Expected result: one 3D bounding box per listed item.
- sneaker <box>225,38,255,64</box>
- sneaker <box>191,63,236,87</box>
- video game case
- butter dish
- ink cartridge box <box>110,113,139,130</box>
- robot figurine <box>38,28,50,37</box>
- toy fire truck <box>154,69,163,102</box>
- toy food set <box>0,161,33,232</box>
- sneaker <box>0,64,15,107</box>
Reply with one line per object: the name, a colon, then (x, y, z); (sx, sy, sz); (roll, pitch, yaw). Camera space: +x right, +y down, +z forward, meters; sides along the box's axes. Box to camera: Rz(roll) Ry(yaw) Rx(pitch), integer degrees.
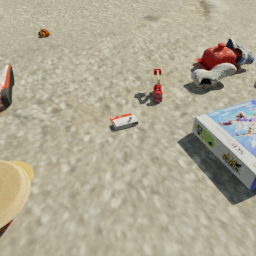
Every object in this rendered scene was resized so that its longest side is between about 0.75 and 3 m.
sneaker: (4.968, -3.340, 12.567); (0.886, 0.801, 2.079); (11, 36, -13)
sneaker: (3.385, -1.952, 10.869); (1.730, 0.655, 0.796); (-14, 44, 5)
video game case: (3.826, 0.250, 8.249); (2.841, 0.646, 2.575); (-17, 43, -19)
butter dish: (3.869, -3.071, 11.869); (1.478, 1.092, 1.473); (-11, 42, -14)
ink cartridge box: (-0.135, -0.280, 9.256); (0.785, 0.171, 0.681); (-15, 44, -17)
robot figurine: (-4.452, -5.113, 14.973); (0.605, 0.243, 0.834); (-15, 42, -20)
toy fire truck: (1.109, -1.589, 10.308); (0.284, 0.822, 1.165); (-1, 40, 0)
toy food set: (-3.486, 1.633, 6.656); (2.297, 0.564, 2.320); (-7, 40, -8)
sneaker: (-4.958, -1.622, 10.367); (1.267, 0.789, 2.363); (-7, 43, -12)
